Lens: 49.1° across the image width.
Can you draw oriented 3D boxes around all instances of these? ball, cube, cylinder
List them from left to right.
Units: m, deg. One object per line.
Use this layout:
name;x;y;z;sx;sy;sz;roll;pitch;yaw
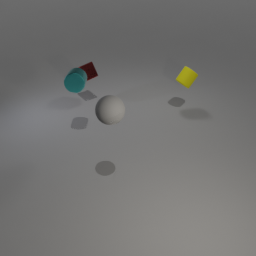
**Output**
cylinder;-1.787;-1.638;9.604;0.700;0.700;0.700;0;27;-1
cube;-1.902;-2.537;12.814;0.700;0.700;0.700;-30;15;-22
ball;-0.417;-0.417;6.536;0.700;0.700;0.700;0;32;0
cylinder;2.551;-2.190;12.139;0.700;0.700;0.700;34;10;-7
